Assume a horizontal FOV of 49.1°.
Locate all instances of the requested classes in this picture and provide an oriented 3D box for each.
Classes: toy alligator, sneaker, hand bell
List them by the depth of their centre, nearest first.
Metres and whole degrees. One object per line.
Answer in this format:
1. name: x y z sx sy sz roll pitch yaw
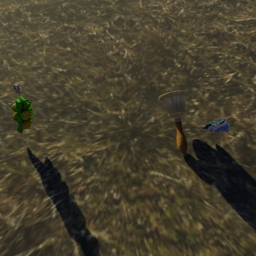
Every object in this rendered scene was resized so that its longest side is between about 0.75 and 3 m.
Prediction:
1. toy alligator: -2.723 -0.523 7.372 0.496 1.674 0.454 36 45 19
2. sneaker: 2.325 0.013 7.466 0.356 0.940 0.362 -42 96 -15
3. hand bell: 1.390 -0.075 7.665 0.879 0.879 1.687 -6 79 -5
